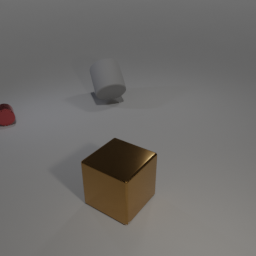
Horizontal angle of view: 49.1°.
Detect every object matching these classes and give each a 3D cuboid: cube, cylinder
[{"bbox_3d":[-0.201,1.317,7.286,1.400,1.400,1.400,19,35,30],"label":"cube"},{"bbox_3d":[-0.921,-2.198,12.762,1.400,1.400,1.400,-10,69,-16],"label":"cylinder"},{"bbox_3d":[-4.960,-0.543,11.290,0.700,0.700,0.700,-13,32,-22],"label":"cylinder"}]
